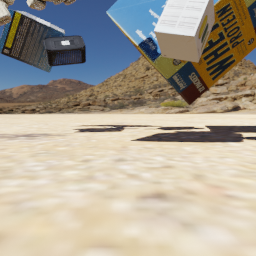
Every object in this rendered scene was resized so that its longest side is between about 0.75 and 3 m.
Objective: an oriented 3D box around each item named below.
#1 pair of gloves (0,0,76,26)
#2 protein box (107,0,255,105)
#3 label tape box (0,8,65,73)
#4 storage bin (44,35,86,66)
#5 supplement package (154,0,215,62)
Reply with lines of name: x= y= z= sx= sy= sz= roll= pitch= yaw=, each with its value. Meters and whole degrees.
pair of gloves: x=-2.649 y=-3.127 z=6.797 sx=2.766 sy=0.485 sz=2.352 roll=-33 pitch=50 yaw=-17
protein box: x=1.510 y=-2.762 z=7.006 sx=1.942 sy=2.879 sz=2.858 roll=36 pitch=16 yaw=-47
label tape box: x=-3.072 y=-2.728 z=8.563 sx=1.906 sy=1.375 sz=0.603 roll=20 pitch=24 yaw=-23
storage bin: x=-1.843 y=-2.278 z=8.222 sx=1.125 sy=0.528 sz=0.761 roll=-10 pitch=48 yaw=-15
supplement package: x=0.912 y=-1.603 z=4.398 sx=0.641 sy=0.850 sz=0.645 roll=17 pitch=-17 yaw=25
